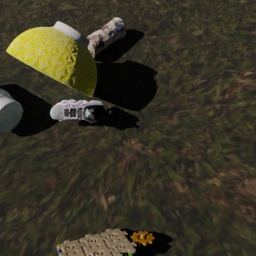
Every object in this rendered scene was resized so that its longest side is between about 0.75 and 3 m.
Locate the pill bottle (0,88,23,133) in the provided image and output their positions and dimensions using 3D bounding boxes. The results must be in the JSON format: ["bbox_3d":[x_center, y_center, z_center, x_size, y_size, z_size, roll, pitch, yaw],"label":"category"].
[{"bbox_3d":[-4.198,-0.771,8.163,2.108,1.199,1.199,29,61,17],"label":"pill bottle"}]

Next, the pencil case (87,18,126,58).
[{"bbox_3d":[-0.841,-3.221,10.003,1.879,0.840,0.731,-45,109,-28],"label":"pencil case"}]

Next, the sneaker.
[{"bbox_3d":[-1.260,-0.447,7.736,1.635,0.636,1.144,-10,16,-20],"label":"sneaker"}]

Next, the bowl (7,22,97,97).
[{"bbox_3d":[-1.869,-2.122,8.020,2.640,2.640,1.421,31,94,19],"label":"bowl"}]

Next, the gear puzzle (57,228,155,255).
[{"bbox_3d":[-0.421,2.628,6.121,2.136,1.106,0.280,-7,101,-22],"label":"gear puzzle"}]
